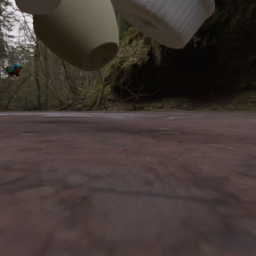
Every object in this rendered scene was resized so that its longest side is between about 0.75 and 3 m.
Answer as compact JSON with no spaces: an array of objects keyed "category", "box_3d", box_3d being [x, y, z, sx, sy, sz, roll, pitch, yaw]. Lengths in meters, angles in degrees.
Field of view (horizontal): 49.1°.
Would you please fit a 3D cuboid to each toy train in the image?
[{"category":"toy train","box_3d":[-3.709,-2.008,9.522,0.469,0.343,0.811,-32,-1,18]}]

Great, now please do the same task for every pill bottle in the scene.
[{"category":"pill bottle","box_3d":[-1.814,-3.147,4.999,1.111,1.983,1.111,-15,-7,-2]}]

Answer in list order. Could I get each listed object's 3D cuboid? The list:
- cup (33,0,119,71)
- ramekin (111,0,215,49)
[{"category":"cup","box_3d":[-1.444,-3.186,9.590,2.858,2.044,2.858,-32,-13,-8]},{"category":"ramekin","box_3d":[0.638,-2.542,5.794,2.053,1.001,2.053,33,7,-5]}]
